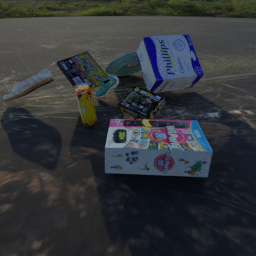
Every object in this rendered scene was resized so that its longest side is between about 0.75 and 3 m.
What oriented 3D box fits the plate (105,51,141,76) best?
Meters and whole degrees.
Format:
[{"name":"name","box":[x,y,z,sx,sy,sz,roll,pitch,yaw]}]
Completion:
[{"name":"plate","box":[0.165,-2.812,12.576,2.404,0.307,2.404,-16,-7,-2]}]

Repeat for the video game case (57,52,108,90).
[{"name":"video game case","box":[-1.743,-2.190,10.981,1.446,0.204,1.600,-30,75,-32]}]

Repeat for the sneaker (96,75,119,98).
[{"name":"sneaker","box":[-0.846,-1.573,10.381,0.474,1.190,0.461,25,44,-34]}]

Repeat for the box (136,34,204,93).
[{"name":"box","box":[1.611,-2.538,11.041,2.060,1.894,1.081,-11,-16,-18]}]

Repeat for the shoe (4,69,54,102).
[{"name":"shoe","box":[-3.603,-1.519,10.042,1.898,0.507,0.664,-29,11,-9]}]

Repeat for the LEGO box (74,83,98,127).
[{"name":"LEGO box","box":[-1.289,-0.712,8.537,0.418,1.084,0.808,-15,31,-11]}]

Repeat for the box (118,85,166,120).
[{"name":"box","box":[0.431,-0.780,9.002,1.239,0.306,0.990,26,63,31]}]

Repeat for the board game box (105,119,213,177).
[{"name":"board game box","box":[0.645,0.406,6.681,2.256,0.725,1.665,2,25,0]}]
